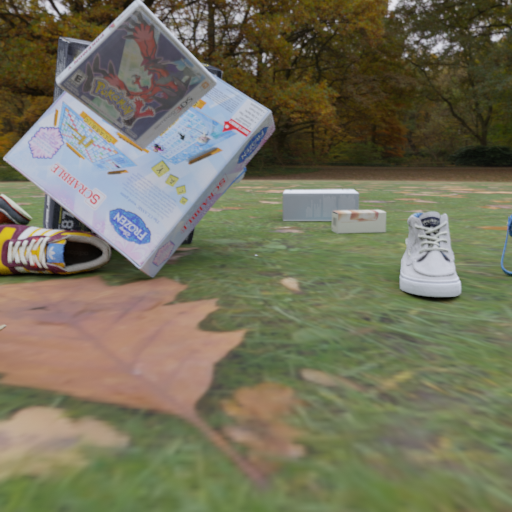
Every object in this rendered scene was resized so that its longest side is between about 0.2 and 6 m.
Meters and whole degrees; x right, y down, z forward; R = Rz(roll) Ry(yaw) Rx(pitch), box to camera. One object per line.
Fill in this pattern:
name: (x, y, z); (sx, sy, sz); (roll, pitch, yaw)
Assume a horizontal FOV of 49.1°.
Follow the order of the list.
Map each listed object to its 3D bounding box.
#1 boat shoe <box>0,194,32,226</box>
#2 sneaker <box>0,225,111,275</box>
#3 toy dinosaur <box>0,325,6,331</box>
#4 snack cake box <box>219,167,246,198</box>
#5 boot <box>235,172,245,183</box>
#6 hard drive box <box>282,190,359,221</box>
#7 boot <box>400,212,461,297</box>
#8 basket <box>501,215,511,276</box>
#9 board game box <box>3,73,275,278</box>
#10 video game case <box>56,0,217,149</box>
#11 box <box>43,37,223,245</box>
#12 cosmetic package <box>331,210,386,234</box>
boat shoe: (-6.491, -1.037, 14.180); (2.617, 0.931, 0.819); (15, 59, 47)
sneaker: (-3.291, -0.092, 8.490); (2.126, 0.797, 0.958); (-4, 5, -25)
toy dinosaur: (-2.943, 0.754, 5.025); (1.791, 0.521, 0.905); (-7, 25, -1)
snack cake box: (-1.430, -1.389, 10.337); (0.787, 1.347, 2.343); (25, 66, 44)
boot: (-1.122, -2.712, 13.770); (1.078, 0.829, 2.255); (19, -24, 35)
hard drive box: (1.897, -1.528, 16.773); (2.189, 0.841, 1.706); (1, 10, 5)
boot: (2.395, -0.104, 7.896); (0.793, 1.031, 2.157); (1, 10, 6)
basket: (4.524, -0.406, 8.449); (1.396, 1.583, 1.101); (7, -20, 25)
board game box: (-1.820, -1.742, 8.755); (3.053, 3.046, 0.628); (37, -8, 17)
video game case: (-1.493, -2.254, 7.257); (1.572, 1.432, 0.181); (35, 22, -50)
box: (-2.382, -2.014, 10.759); (2.931, 3.637, 0.893); (-2, 24, -33)
cosmetic package: (2.506, -0.842, 13.727); (1.205, 0.526, 0.623); (-1, 10, -9)
